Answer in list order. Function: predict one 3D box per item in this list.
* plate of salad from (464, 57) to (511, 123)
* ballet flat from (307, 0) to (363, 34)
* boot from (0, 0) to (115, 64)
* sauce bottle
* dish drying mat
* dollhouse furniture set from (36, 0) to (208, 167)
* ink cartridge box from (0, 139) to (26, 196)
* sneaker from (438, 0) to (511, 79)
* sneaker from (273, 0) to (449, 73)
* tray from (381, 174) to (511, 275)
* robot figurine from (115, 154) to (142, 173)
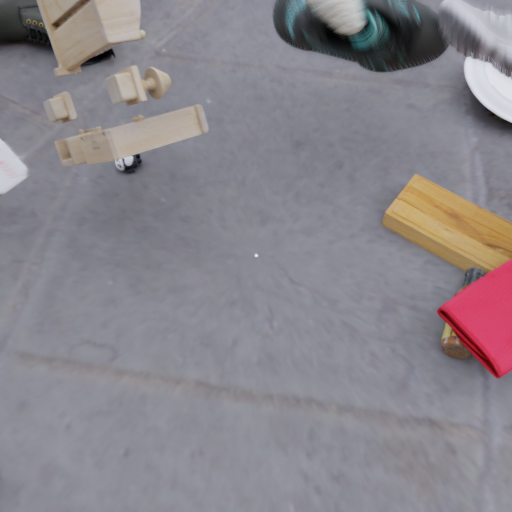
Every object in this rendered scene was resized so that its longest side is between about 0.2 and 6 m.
[{"bbox_3d":[5.129,-3.331,10.976,2.305,0.554,2.305,4,63,-8],"label":"plate of salad"},{"bbox_3d":[0.679,-3.638,6.891,0.734,2.044,0.734,-20,29,12],"label":"ballet flat"},{"bbox_3d":[-4.428,-4.596,11.562,2.753,1.066,1.904,-20,64,-12],"label":"boot"},{"bbox_3d":[3.129,0.819,8.308,0.479,0.479,1.451,22,61,13],"label":"sauce bottle"},{"bbox_3d":[4.188,0.511,8.197,3.260,0.297,1.252,-26,60,-23],"label":"dish drying mat"},{"bbox_3d":[-2.008,-2.975,7.626,1.532,3.137,2.675,-26,19,-35],"label":"dollhouse furniture set"},{"bbox_3d":[-3.600,-1.054,7.182,1.026,0.749,0.431,-34,33,0],"label":"ink cartridge box"},{"bbox_3d":[3.676,-3.446,8.690,1.851,0.692,0.759,35,80,1],"label":"sneaker"},{"bbox_3d":[1.841,-3.370,8.624,3.169,1.195,1.256,-4,31,-25],"label":"sneaker"},{"bbox_3d":[3.288,-0.433,9.178,2.164,0.401,1.067,32,63,18],"label":"tray"},{"bbox_3d":[-2.294,-1.701,10.058,0.463,0.289,0.348,-17,46,-12],"label":"robot figurine"}]
